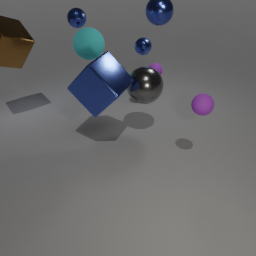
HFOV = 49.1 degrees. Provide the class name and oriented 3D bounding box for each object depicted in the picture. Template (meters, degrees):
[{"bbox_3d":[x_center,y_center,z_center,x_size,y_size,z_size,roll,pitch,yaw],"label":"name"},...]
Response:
[{"bbox_3d":[-1.755,-3.775,12.569,1.400,1.400,1.400,0,31,0],"label":"ball"},{"bbox_3d":[-4.768,-3.332,10.847,1.400,1.400,1.400,52,31,20],"label":"cube"},{"bbox_3d":[1.310,-2.772,13.454,0.700,0.700,0.700,0,31,0],"label":"ball"},{"bbox_3d":[-0.927,-1.516,9.694,1.400,1.400,1.400,47,40,-9],"label":"cube"},{"bbox_3d":[0.638,-1.618,10.615,1.400,1.400,1.400,0,31,0],"label":"ball"},{"bbox_3d":[2.360,-0.740,8.847,0.700,0.700,0.700,0,31,0],"label":"ball"},{"bbox_3d":[0.616,-3.325,11.423,0.700,0.700,0.700,0,31,0],"label":"ball"},{"bbox_3d":[-1.873,-4.017,10.232,0.700,0.700,0.700,0,31,0],"label":"ball"},{"bbox_3d":[1.572,-5.854,13.991,1.400,1.400,1.400,0,31,0],"label":"ball"}]
